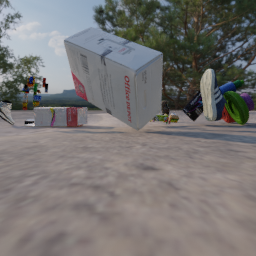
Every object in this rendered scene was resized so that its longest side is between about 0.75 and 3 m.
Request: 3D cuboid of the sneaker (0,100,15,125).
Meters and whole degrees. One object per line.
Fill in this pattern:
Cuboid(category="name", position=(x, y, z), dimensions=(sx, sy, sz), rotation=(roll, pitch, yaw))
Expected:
Cuboid(category="sneaker", position=(-3.461, -0.468, 8.147), dimensions=(0.351, 0.535, 0.930), rotation=(27, -17, 18))

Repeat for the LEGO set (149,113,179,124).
Cuboid(category="LEGO set", position=(0.819, -0.412, 7.746), dimensions=(1.535, 0.706, 0.571), rotation=(39, 4, -24))

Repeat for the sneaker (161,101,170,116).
Cuboid(category="sneaker", position=(1.389, -0.601, 10.119), dimensions=(0.290, 0.767, 0.270), rotation=(-9, 9, 25))

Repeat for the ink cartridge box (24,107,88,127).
Cuboid(category="ink cartridge box", position=(-2.051, -0.330, 8.027), dimensions=(1.587, 0.536, 0.924), rotation=(0, 4, 9))

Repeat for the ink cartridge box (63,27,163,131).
Cuboid(category="ink cartridge box", position=(-0.316, -1.161, 6.438), dimensions=(2.202, 1.613, 0.911), rotation=(31, 54, 31))

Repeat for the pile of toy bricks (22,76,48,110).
Cuboid(category="pile of toy bricks", position=(-2.410, -0.835, 7.264), dimensions=(0.619, 0.551, 1.115), rotation=(6, 44, -15))

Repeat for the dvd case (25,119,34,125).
Cuboid(category="dvd case", position=(-2.552, -0.214, 9.226), dimensions=(1.556, 0.136, 1.110), rotation=(-1, 4, -16))

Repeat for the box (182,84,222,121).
Cuboid(category="box", position=(2.222, -0.809, 8.385), dimensions=(0.228, 1.260, 0.901), rotation=(48, 12, 30))

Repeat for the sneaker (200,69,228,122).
Cuboid(category="sneaker", position=(2.110, -0.785, 6.760), dimensions=(0.533, 1.261, 0.473), rotation=(-2, -2, -21))

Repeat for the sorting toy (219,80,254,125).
Cuboid(category="sorting toy", position=(3.493, -0.860, 8.927), dimensions=(0.900, 1.317, 2.192), rotation=(-27, 0, 1))
